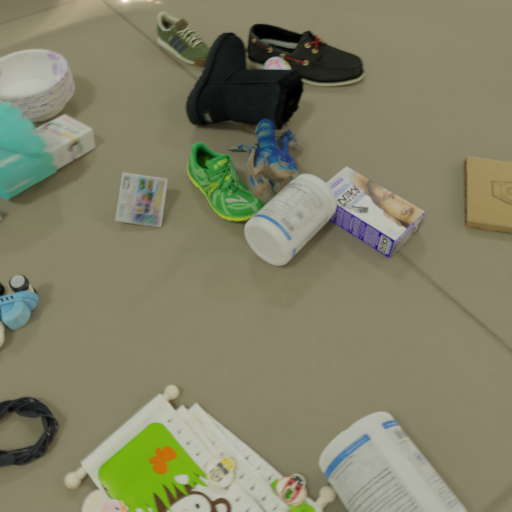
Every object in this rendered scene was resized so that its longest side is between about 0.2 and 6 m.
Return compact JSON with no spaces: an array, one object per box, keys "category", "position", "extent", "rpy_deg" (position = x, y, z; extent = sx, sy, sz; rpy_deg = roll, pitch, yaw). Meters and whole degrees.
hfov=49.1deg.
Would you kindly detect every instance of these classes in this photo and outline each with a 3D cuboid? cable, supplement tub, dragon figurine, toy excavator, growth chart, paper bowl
[{"category":"cable","position":[-3.309,2.403,7.698],"extent":[1.180,0.300,0.962],"rpy_deg":[-12,47,-7]},{"category":"supplement tub","position":[1.670,2.886,6.733],"extent":[1.139,1.139,1.727],"rpy_deg":[-24,55,-18]},{"category":"supplement tub","position":[0.594,-0.622,9.626],"extent":[0.972,0.972,1.473],"rpy_deg":[33,59,23]},{"category":"dragon figurine","position":[0.104,-1.838,10.025],"extent":[0.857,2.913,1.448],"rpy_deg":[-35,75,24]},{"category":"toy excavator","position":[-3.935,1.007,8.655],"extent":[1.149,0.590,1.181],"rpy_deg":[-15,62,-11]},{"category":"growth chart","position":[-0.796,3.053,7.169],"extent":[2.989,0.265,2.163],"rpy_deg":[29,58,22]},{"category":"paper bowl","position":[-4.819,-3.564,12.027],"extent":[1.777,0.924,1.777],"rpy_deg":[0,51,0]}]

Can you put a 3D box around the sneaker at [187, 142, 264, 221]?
[{"category":"sneaker","position":[-0.651,-1.370,10.319],"extent":[0.752,0.849,2.031],"rpy_deg":[-33,59,-24]}]

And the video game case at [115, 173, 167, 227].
[{"category":"video game case","position":[-2.077,-1.012,10.164],"extent":[0.813,0.106,0.894],"rpy_deg":[8,85,-3]}]

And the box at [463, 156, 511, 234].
[{"category":"box","position":[5.040,-1.081,10.487],"extent":[2.217,0.236,1.812],"rpy_deg":[9,52,8]}]

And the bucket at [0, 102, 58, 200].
[{"category":"bucket","position":[-4.604,-1.902,10.328],"extent":[1.655,1.655,1.077],"rpy_deg":[36,64,25]}]

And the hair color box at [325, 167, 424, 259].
[{"category":"hair color box","position":[1.997,-0.814,10.072],"extent":[1.735,0.562,0.948],"rpy_deg":[36,59,23]}]

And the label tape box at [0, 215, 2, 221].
[{"category":"label tape box","position":[-5.119,-0.556,10.029],"extent":[0.633,0.292,0.883],"rpy_deg":[20,52,15]}]

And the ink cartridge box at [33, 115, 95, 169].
[{"category":"ink cartridge box","position":[-3.948,-2.257,11.174],"extent":[0.841,0.487,1.161],"rpy_deg":[30,49,21]}]

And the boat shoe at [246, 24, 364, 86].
[{"category":"boat shoe","position":[1.122,-4.663,12.969],"extent":[2.848,0.892,1.042],"rpy_deg":[17,53,12]}]

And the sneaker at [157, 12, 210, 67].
[{"category":"sneaker","position":[-1.750,-5.245,13.443],"extent":[1.830,0.822,0.614],"rpy_deg":[35,59,25]}]

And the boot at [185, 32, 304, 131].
[{"category":"boot","position":[-0.031,-3.709,11.862],"extent":[2.234,1.016,2.659],"rpy_deg":[8,57,22]}]

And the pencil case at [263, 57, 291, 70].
[{"category":"pencil case","position":[0.431,-3.779,12.427],"extent":[0.644,0.590,1.420],"rpy_deg":[17,50,-12]}]
